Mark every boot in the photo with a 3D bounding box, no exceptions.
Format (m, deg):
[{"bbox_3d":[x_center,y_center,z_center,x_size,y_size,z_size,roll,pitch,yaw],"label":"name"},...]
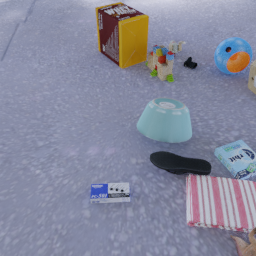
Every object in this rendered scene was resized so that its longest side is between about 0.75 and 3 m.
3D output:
[{"bbox_3d":[3.548,-3.591,15.488,0.690,0.314,0.821,25,54,30],"label":"boot"}]

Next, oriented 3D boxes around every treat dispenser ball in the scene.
[{"bbox_3d":[5.457,-3.749,14.562,1.860,1.860,1.860,0,42,0],"label":"treat dispenser ball"}]

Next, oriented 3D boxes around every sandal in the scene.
[{"bbox_3d":[1.799,1.363,9.853,2.168,0.519,0.815,11,38,9],"label":"sandal"}]

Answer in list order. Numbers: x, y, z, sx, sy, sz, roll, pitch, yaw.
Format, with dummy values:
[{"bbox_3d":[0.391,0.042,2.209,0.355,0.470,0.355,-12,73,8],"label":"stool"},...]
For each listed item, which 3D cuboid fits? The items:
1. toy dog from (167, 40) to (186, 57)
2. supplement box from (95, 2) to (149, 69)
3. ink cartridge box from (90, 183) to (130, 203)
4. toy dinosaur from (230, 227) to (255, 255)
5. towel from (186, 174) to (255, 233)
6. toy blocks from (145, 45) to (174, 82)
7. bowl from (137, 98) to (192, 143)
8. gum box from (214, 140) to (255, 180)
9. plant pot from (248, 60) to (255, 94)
[{"bbox_3d":[2.748,-4.682,16.578,1.043,0.762,1.581,13,29,18],"label":"toy dog"},{"bbox_3d":[-0.357,-5.207,15.599,1.737,2.581,2.616,-25,48,-25],"label":"supplement box"},{"bbox_3d":[-0.578,2.126,9.178,1.270,0.281,0.597,-2,41,-2],"label":"ink cartridge box"},{"bbox_3d":[3.395,3.531,7.256,1.371,0.868,2.023,-36,47,-25],"label":"toy dinosaur"},{"bbox_3d":[3.157,2.384,8.868,2.602,0.389,1.904,6,40,6],"label":"towel"},{"bbox_3d":[1.674,-3.566,14.568,1.110,1.518,2.221,-17,44,-17],"label":"toy blocks"},{"bbox_3d":[1.512,-0.441,10.926,2.217,1.160,2.217,7,25,-3],"label":"bowl"},{"bbox_3d":[4.098,1.150,10.234,1.223,0.321,1.440,-17,45,-18],"label":"gum box"},{"bbox_3d":[6.894,-2.376,12.984,1.918,2.163,2.166,-23,45,-7],"label":"plant pot"}]
